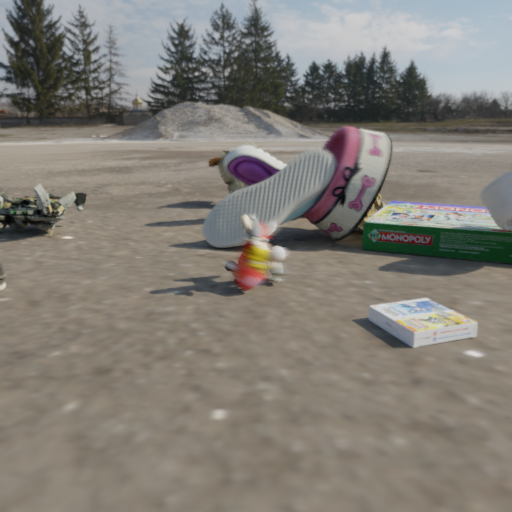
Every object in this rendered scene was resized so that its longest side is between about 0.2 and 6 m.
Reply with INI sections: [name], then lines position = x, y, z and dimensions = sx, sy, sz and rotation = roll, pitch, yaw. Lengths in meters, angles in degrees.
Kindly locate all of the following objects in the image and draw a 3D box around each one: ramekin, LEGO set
[ramekin]
position = 3.992, -0.830, 8.307
dimensions = 1.128, 0.592, 1.128
rotation = -12, -21, -5
[LEGO set]
position = -4.569, -0.838, 11.419
dimensions = 2.194, 0.958, 3.379
rotation = 0, 1, -9

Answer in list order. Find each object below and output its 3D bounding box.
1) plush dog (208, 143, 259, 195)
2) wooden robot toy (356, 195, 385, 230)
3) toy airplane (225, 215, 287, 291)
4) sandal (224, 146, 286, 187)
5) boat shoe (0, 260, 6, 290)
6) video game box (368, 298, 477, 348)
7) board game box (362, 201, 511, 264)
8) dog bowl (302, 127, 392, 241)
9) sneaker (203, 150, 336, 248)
[plush dog]
position = -0.438, -1.927, 13.976
dimensions = 1.211, 1.296, 1.509
rotation = -18, -4, -25
[wooden robot toy]
position = 1.949, -0.883, 11.165
dimensions = 0.973, 0.944, 2.144
rotation = -6, 10, 24
[toy airplane]
position = 0.091, -0.071, 7.463
dimensions = 0.698, 0.984, 0.989
rotation = 4, 8, 31
[sandal]
position = 0.564, -1.384, 12.139
dimensions = 2.988, 0.734, 1.216
rotation = 20, -37, -29
[boat shoe]
position = -4.136, 0.265, 7.252
dimensions = 1.642, 0.468, 0.549
rotation = -5, 15, -20
[video game box]
position = 1.779, 0.705, 6.075
dimensions = 0.791, 0.203, 0.868
rotation = -8, 16, -19
[board game box]
position = 4.003, -0.432, 9.885
dimensions = 3.730, 0.543, 2.510
rotation = 6, 16, 23
[dog bowl]
position = 1.548, -1.397, 10.221
dimensions = 0.788, 2.137, 2.137
rotation = 22, 10, -12
[sneaker]
position = 0.321, -0.839, 9.958
dimensions = 2.592, 0.958, 1.062
rotation = -28, -19, 5
